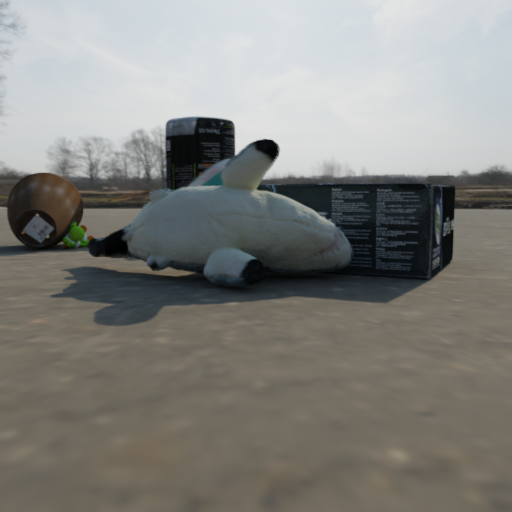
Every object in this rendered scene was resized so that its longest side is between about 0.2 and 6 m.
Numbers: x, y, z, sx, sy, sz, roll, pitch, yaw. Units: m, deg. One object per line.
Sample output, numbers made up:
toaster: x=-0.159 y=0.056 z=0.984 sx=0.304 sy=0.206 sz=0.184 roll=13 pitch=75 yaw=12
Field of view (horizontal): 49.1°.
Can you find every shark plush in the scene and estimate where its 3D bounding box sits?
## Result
shark plush: x=-0.694 y=-0.003 z=6.692 sx=3.465 sy=1.574 sz=1.443 roll=-16 pitch=-25 yaw=25

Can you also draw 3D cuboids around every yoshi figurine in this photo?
yoshi figurine: x=-3.247 y=-0.367 z=10.329 sx=0.500 sy=0.498 sz=0.890 roll=7 pitch=9 yaw=2

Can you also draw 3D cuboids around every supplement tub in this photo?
supplement tub: x=-1.345 y=-1.893 z=13.647 sx=1.714 sy=2.798 sz=1.714 roll=0 pitch=7 yaw=0

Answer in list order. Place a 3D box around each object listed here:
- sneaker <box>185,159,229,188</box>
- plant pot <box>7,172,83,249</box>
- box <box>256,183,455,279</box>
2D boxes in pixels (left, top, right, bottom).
sneaker: x=-0.919 y=-0.600 z=10.461 sx=2.231 sy=1.347 sz=0.933 roll=-40 pitch=-15 yaw=17
plant pot: x=-3.931 y=-0.701 z=10.270 sx=1.398 sy=1.398 sz=1.495 roll=-1 pitch=19 yaw=-14
box: x=1.252 y=-0.430 z=7.684 sx=2.592 sy=1.116 sz=2.122 roll=3 pitch=7 yaw=26
